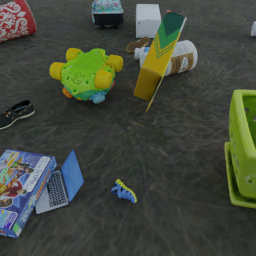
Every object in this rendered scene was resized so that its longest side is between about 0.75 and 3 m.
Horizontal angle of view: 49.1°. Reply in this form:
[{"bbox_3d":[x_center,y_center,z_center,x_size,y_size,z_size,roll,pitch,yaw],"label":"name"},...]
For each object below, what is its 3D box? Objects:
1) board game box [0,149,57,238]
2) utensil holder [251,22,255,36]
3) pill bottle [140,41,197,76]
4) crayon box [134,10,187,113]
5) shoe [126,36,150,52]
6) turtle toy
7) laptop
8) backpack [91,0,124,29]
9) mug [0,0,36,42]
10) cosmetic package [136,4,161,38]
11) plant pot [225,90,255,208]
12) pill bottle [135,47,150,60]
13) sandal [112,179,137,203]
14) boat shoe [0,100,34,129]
[{"bbox_3d":[-2.828,1.469,6.794,1.432,0.365,2.116,8,43,12],"label":"board game box"},{"bbox_3d":[6.548,-4.816,13.659,0.863,0.733,0.733,8,42,11],"label":"utensil holder"},{"bbox_3d":[1.550,-2.647,10.898,2.018,1.154,1.154,-17,44,-18],"label":"pill bottle"},{"bbox_3d":[0.926,-2.092,9.022,0.714,1.784,2.810,22,68,1],"label":"crayon box"},{"bbox_3d":[0.444,-3.737,12.776,1.355,0.362,0.474,-35,84,-28],"label":"shoe"},{"bbox_3d":[-1.233,-1.870,9.792,2.087,1.448,2.864,13,43,14],"label":"turtle toy"},{"bbox_3d":[-1.755,1.276,6.823,1.219,0.707,1.142,-14,43,-15],"label":"laptop"},{"bbox_3d":[-1.104,-6.187,14.778,1.683,1.427,1.896,-4,37,-6],"label":"backpack"},{"bbox_3d":[-5.913,-4.833,13.402,2.464,2.187,1.644,-30,85,-24],"label":"mug"},{"bbox_3d":[0.995,-5.464,14.204,1.210,0.954,2.249,3,42,1],"label":"cosmetic package"},{"bbox_3d":[3.473,0.650,6.464,2.332,2.117,2.321,6,43,7],"label":"plant pot"},{"bbox_3d":[0.866,-3.076,11.781,1.119,0.609,0.609,7,42,8],"label":"pill bottle"},{"bbox_3d":[-0.111,1.595,6.796,0.341,0.312,0.784,-35,44,-27],"label":"sandal"},{"bbox_3d":[-3.740,-0.433,8.938,1.511,0.474,0.553,-33,52,-29],"label":"boat shoe"}]
